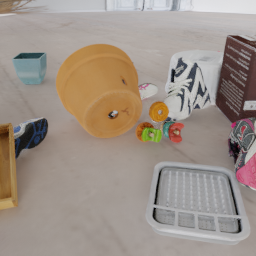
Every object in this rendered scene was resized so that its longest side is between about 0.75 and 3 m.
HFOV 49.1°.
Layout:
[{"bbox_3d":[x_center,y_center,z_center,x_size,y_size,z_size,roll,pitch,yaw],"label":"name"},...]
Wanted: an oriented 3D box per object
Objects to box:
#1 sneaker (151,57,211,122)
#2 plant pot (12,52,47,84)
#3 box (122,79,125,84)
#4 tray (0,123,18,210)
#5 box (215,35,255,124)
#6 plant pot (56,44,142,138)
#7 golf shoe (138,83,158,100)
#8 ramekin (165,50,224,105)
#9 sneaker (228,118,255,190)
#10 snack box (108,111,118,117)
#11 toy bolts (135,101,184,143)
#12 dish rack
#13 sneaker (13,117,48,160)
[{"bbox_3d":[1.559,-1.267,8.764,2.729,1.776,1.089,-21,11,-35],"label":"sneaker"},{"bbox_3d":[-4.145,-2.540,12.077,1.164,1.186,1.161,0,29,-1],"label":"plant pot"},{"bbox_3d":[-0.963,-2.667,13.055,2.121,0.531,2.137,5,29,11],"label":"box"},{"bbox_3d":[-2.903,0.792,5.901,0.973,0.365,1.973,-9,51,-16],"label":"tray"},{"bbox_3d":[4.173,-1.455,8.617,2.059,2.481,2.037,-3,28,-4],"label":"box"},{"bbox_3d":[-0.678,-0.883,7.955,2.447,2.447,1.713,-10,45,-18],"label":"plant pot"},{"bbox_3d":[0.401,-1.195,10.288,1.583,0.575,0.729,-13,43,-10],"label":"golf shoe"},{"bbox_3d":[2.955,-2.099,10.998,2.904,1.416,2.904,0,28,0],"label":"ramekin"},{"bbox_3d":[2.814,0.539,6.500,1.065,1.150,2.853,-3,16,29],"label":"sneaker"},{"bbox_3d":[-0.687,-0.454,7.963,1.404,0.260,0.816,2,12,-30],"label":"snack box"},{"bbox_3d":[0.872,-0.141,7.799,1.253,1.197,0.869,9,8,-22],"label":"toy bolts"},{"bbox_3d":[1.283,1.406,5.407,1.724,0.437,2.009,4,28,10],"label":"dish rack"},{"bbox_3d":[-2.906,0.217,7.277,0.798,0.785,2.073,17,31,22],"label":"sneaker"}]
